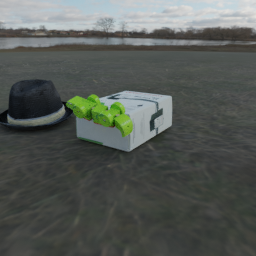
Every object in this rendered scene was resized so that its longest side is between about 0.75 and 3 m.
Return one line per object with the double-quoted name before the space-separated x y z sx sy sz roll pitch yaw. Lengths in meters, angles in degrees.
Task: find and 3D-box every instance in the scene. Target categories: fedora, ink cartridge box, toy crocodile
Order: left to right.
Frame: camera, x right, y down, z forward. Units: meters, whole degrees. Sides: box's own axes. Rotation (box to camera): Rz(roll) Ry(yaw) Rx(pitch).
"fedora" -2.628 -0.798 7.995 2.275 1.039 2.275 1 24 0
"toy crocodile" -0.560 -0.271 5.374 1.522 0.470 0.514 19 42 27
"ink cartridge box" -0.017 -0.292 7.069 1.566 0.887 2.136 11 21 31
